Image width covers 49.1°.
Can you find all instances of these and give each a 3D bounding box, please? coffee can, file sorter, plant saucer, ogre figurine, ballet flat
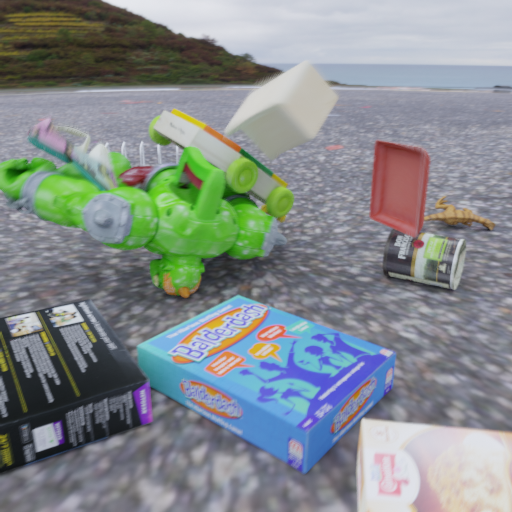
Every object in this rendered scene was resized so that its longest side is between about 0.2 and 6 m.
[{"bbox_3d":[2.614,0.036,8.710,1.083,0.792,0.792,12,24,27],"label":"coffee can"},{"bbox_3d":[-2.847,-2.220,14.038,1.883,1.173,1.307,-4,21,-8],"label":"file sorter"},{"bbox_3d":[2.148,-1.038,8.342,0.232,1.263,1.261,-7,19,-19],"label":"plant saucer"},{"bbox_3d":[-1.438,-0.708,8.596,4.258,2.089,2.553,28,2,-39],"label":"ogre figurine"},{"bbox_3d":[-2.518,-1.465,8.054,1.631,0.580,0.564,35,-14,7],"label":"ballet flat"}]

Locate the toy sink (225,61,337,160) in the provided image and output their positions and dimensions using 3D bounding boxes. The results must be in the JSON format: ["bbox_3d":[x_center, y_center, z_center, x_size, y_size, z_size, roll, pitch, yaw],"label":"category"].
[{"bbox_3d":[0.333,-1.904,7.678,1.309,0.733,0.853,-12,41,53],"label":"toy sink"}]

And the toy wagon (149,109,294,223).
[{"bbox_3d":[-0.391,-1.496,9.951,2.493,0.636,3.213,35,5,39],"label":"toy wagon"}]

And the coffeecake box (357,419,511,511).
[{"bbox_3d":[1.619,1.910,4.120,1.693,0.618,1.299,3,21,7],"label":"coffeecake box"}]

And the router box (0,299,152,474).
[{"bbox_3d":[-2.242,1.236,5.940,1.616,0.553,2.167,-12,24,-28],"label":"router box"}]

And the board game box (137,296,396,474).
[{"bbox_3d":[0.097,1.208,6.082,2.251,0.506,1.712,16,26,35],"label":"board game box"}]

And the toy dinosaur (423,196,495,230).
[{"bbox_3d":[3.845,-0.809,11.255,1.843,0.557,0.979,-1,22,-1],"label":"toy dinosaur"}]
